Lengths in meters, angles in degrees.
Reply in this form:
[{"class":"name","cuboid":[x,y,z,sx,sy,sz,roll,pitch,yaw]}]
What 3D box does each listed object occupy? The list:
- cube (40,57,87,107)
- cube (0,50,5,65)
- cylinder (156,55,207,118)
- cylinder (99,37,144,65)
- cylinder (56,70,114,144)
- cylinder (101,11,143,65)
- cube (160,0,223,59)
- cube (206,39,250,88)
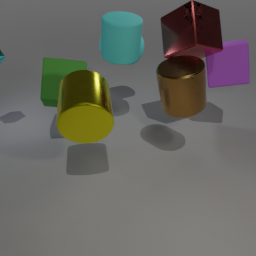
[{"class":"cube","cuboid":[-2.196,-1.486,9.649,1.400,1.400,1.400,3,-5,-12]},{"class":"cube","cuboid":[-4.716,-2.391,9.360,0.700,0.700,0.700,54,33,2]},{"class":"cylinder","cuboid":[1.635,-1.260,8.486,1.400,1.400,1.400,-9,37,7]},{"class":"cylinder","cuboid":[-0.259,-3.539,11.939,1.400,1.400,1.400,29,15,39]},{"class":"cylinder","cuboid":[-1.119,-0.554,7.293,1.400,1.400,1.400,-4,46,-7]},{"class":"cylinder","cuboid":[-0.238,-3.168,9.852,1.400,1.400,1.400,3,40,-3]},{"class":"cube","cuboid":[2.092,-3.108,9.257,1.400,1.400,1.400,-3,-3,-37]},{"class":"cube","cuboid":[3.651,-2.391,10.338,1.400,1.400,1.400,-4,21,19]}]
